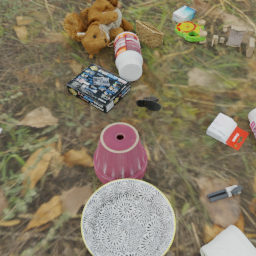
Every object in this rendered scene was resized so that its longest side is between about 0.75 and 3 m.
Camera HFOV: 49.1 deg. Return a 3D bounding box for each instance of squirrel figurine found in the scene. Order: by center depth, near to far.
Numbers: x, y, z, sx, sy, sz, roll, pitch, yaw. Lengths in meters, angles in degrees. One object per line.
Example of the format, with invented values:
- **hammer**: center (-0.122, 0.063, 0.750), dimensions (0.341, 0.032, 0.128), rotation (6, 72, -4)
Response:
- **squirrel figurine**: center (-1.608, -4.606, 13.206), dimensions (2.933, 2.076, 2.737), rotation (10, 61, 26)

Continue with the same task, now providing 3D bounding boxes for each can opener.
- **can opener**: center (3.008, 1.992, 8.680), dimensions (1.091, 0.365, 0.291), rotation (-14, 53, -11)

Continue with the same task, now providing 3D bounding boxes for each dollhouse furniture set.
- **dollhouse furniture set**: center (4.966, -4.129, 13.151), dimensions (1.872, 0.970, 0.829), rotation (13, 51, 10)

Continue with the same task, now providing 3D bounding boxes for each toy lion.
- **toy lion**: center (3.139, -4.889, 14.101), dimensions (1.507, 0.540, 1.573), rotation (-1, 52, 8)

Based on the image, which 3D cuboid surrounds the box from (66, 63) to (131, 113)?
- **box**: center (-1.202, -1.684, 11.509), dimensions (2.090, 0.481, 1.661), rotation (29, 57, 21)

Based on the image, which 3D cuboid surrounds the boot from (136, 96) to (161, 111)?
- **boot**: center (0.932, -0.995, 10.633), dimensions (1.088, 0.377, 0.947), rotation (18, 26, 29)

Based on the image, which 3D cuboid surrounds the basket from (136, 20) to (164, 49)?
- **basket**: center (1.104, -4.666, 13.552), dimensions (0.951, 0.992, 1.332), rotation (-33, 58, -23)

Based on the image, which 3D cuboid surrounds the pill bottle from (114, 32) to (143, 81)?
- **pill bottle**: center (0.022, -3.113, 12.214), dimensions (1.167, 1.167, 2.129), rotation (-4, 52, -3)

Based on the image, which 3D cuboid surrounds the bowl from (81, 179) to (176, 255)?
- **bowl**: center (0.000, 2.710, 7.602), dimensions (2.422, 1.137, 2.422), rotation (0, 49, 0)

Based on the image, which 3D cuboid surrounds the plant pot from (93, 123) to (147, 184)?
- **plant pot**: center (-0.254, 0.760, 8.870), dimensions (1.795, 1.607, 1.795), rotation (0, 52, 0)

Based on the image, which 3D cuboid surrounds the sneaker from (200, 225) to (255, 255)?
- **sneaker**: center (2.907, 3.830, 6.961), dimensions (1.437, 0.916, 2.487), rotation (-26, 46, -17)

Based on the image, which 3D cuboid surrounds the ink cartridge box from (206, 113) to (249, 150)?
- **ink cartridge box**: center (3.667, 0.106, 10.225), dimensions (1.261, 0.360, 1.025), rotation (29, 57, 26)

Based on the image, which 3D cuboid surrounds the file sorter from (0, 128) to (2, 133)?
- **file sorter**: center (-5.350, 0.041, 9.980), dimensions (1.217, 0.758, 0.844), rotation (11, 52, 9)

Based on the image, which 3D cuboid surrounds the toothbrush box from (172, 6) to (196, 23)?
- **toothbrush box**: center (2.993, -6.045, 14.992), dimensions (0.748, 0.436, 1.021), rotation (36, 60, 25)

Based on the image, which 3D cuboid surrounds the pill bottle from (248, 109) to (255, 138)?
- **pill bottle**: center (4.867, 0.033, 9.930), dimensions (0.836, 0.836, 1.475), rotation (-4, 51, -3)
